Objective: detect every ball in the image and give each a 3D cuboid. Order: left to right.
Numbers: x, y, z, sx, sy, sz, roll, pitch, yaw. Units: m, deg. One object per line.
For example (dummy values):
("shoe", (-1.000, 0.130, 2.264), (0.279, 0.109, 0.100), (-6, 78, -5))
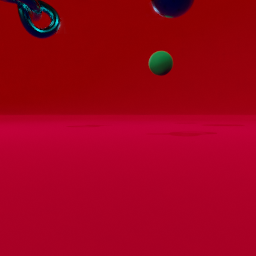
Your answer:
("ball", (1.214, -2.380, 10.342), (0.890, 0.890, 0.890), (0, 3, 0))
("ball", (1.262, -3.770, 7.896), (1.269, 1.269, 1.269), (0, 3, 0))

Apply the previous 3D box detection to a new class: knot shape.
("knot shape", (-2.678, -3.360, 7.583), (0.802, 1.624, 1.736), (-36, -42, 18))
